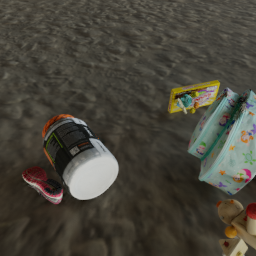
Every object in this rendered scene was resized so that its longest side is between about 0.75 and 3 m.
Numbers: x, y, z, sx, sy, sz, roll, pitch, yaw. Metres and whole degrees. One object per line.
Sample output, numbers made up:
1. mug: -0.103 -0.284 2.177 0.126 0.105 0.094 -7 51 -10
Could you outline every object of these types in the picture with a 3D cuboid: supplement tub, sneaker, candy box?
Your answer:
1. supplement tub: -1.213 0.574 6.567 1.238 1.238 2.021 -21 43 -25
2. sneaker: -1.875 1.244 6.065 1.121 0.419 0.452 32 44 26
3. candy box: 2.100 -0.998 8.943 1.657 0.847 0.219 -13 47 -16

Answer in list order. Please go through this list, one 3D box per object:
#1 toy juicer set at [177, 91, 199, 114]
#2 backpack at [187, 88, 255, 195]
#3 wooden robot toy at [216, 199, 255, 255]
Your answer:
1. toy juicer set: 1.774 -0.701 8.362 0.965 0.614 0.263 -24 16 -37
2. backpack: 2.304 0.294 6.252 1.631 1.924 2.167 25 46 4
3. wooden robot toy: 2.303 1.588 5.482 2.458 1.083 1.115 -27 31 -28
